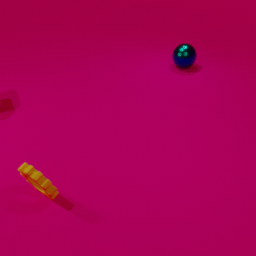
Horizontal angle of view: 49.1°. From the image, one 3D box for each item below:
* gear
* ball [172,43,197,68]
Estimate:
[{"bbox_3d":[-2.067,1.235,6.461,1.053,1.053,0.195,24,58,27],"label":"gear"},{"bbox_3d":[2.397,-3.067,11.901,1.034,1.034,1.034,0,39,0],"label":"ball"}]
